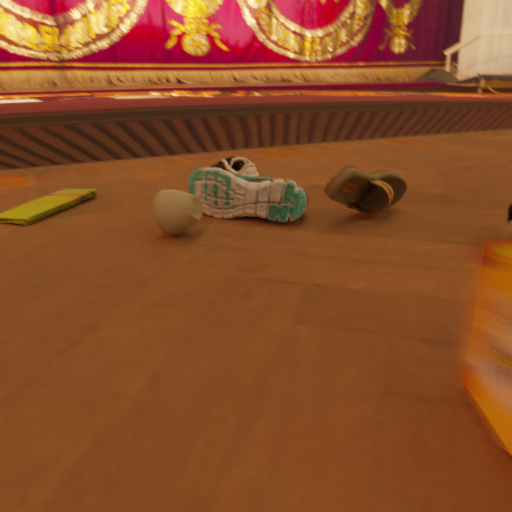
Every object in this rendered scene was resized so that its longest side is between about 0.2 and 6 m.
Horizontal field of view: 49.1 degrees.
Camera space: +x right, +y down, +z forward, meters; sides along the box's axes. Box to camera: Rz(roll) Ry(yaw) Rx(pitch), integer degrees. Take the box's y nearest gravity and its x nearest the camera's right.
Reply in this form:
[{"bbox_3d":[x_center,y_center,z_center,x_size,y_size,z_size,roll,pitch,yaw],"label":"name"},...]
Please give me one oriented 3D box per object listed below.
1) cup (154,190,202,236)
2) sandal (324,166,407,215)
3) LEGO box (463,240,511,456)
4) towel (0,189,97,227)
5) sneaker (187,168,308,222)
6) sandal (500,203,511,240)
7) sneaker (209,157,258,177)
[{"bbox_3d":[-1.449,-0.876,10.869,0.657,0.919,0.919,-8,16,24],"label":"cup"},{"bbox_3d":[2.438,-1.302,11.892,2.580,1.036,0.697,2,38,-47],"label":"sandal"},{"bbox_3d":[2.730,1.020,4.849,0.888,1.713,2.301,0,21,-1],"label":"LEGO box"},{"bbox_3d":[-4.800,-1.137,12.841,1.075,0.225,2.497,2,21,20],"label":"towel"},{"bbox_3d":[-0.141,-1.313,12.410,2.840,1.102,1.296,14,12,19],"label":"sneaker"},{"bbox_3d":[4.904,-0.598,10.324,0.703,1.045,2.602,11,27,41],"label":"sandal"},{"bbox_3d":[-0.689,-2.151,14.542,0.893,0.904,2.278,-18,26,-37],"label":"sneaker"}]
